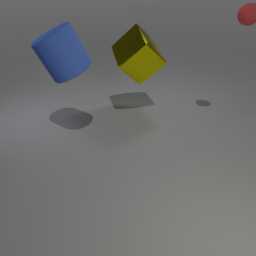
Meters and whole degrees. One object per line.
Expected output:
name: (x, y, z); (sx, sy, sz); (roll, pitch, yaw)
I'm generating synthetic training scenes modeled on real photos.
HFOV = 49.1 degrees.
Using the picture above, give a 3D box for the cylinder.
cylinder: (-2.072, -2.362, 8.820); (1.400, 1.400, 1.400); (-22, 30, 14)

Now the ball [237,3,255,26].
ball: (3.946, -3.711, 9.153); (0.700, 0.700, 0.700); (0, 30, 0)

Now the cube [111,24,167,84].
cube: (0.412, -2.871, 11.000); (1.400, 1.400, 1.400); (29, 33, -44)
